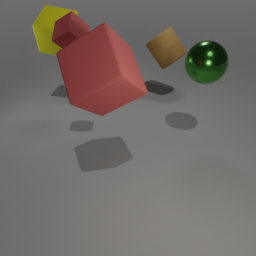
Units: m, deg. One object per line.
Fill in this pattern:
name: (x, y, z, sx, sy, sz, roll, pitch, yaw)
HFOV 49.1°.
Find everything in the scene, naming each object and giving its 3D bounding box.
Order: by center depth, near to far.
cube: (-0.590, -1.290, 6.634, 1.400, 1.400, 1.400, -24, -18, 20)
cube: (-1.573, -2.614, 7.731, 0.700, 0.700, 0.700, -14, 62, 35)
ball: (2.583, -2.159, 9.253, 1.400, 1.400, 1.400, 0, 30, 0)
cube: (-2.926, -4.018, 11.720, 1.400, 1.400, 1.400, 12, 58, 4)
cylinder: (1.790, -3.718, 13.097, 1.400, 1.400, 1.400, -35, 9, 7)
